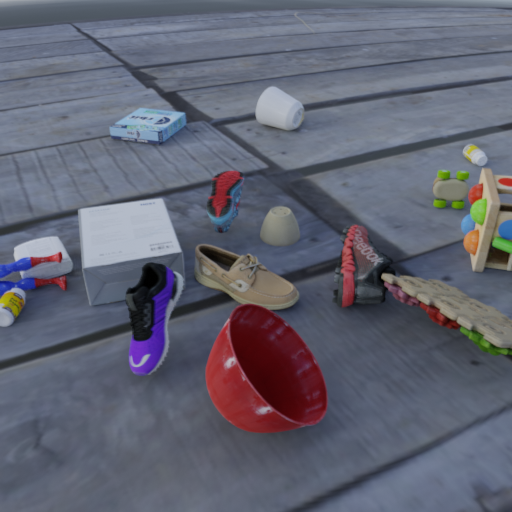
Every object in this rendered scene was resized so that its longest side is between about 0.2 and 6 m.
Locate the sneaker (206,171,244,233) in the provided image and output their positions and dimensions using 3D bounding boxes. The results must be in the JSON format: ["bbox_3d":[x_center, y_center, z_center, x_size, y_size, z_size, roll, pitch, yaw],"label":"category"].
[{"bbox_3d":[-0.698,-1.207,12.504,0.692,0.833,1.745,8,47,12],"label":"sneaker"}]

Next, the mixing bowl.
[{"bbox_3d":[-0.012,1.715,7.823,1.889,1.023,1.889,38,27,-23],"label":"mixing bowl"}]

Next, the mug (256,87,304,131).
[{"bbox_3d":[0.936,-4.679,17.941,1.250,1.219,1.522,30,49,26],"label":"mug"}]

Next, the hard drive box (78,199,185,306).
[{"bbox_3d":[-2.522,-0.169,11.166,1.819,0.896,2.334,-9,34,-13],"label":"hard drive box"}]

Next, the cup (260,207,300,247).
[{"bbox_3d":[0.528,-0.699,12.241,0.885,0.633,0.885,0,34,0],"label":"cup"}]

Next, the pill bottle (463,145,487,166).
[{"bbox_3d":[6.154,-2.810,15.708,0.400,0.400,0.712,-7,37,-10],"label":"pill bottle"}]

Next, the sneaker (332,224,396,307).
[{"bbox_3d":[2.097,0.176,10.735,1.112,0.805,2.277,5,36,9],"label":"sneaker"}]

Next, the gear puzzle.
[{"bbox_3d":[3.676,1.217,8.947,1.805,0.456,3.486,7,18,-37],"label":"gear puzzle"}]

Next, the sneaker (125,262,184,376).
[{"bbox_3d":[-1.760,0.916,8.760,0.631,0.903,1.815,-3,62,26],"label":"sneaker"}]

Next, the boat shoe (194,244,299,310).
[{"bbox_3d":[-0.242,0.372,10.501,2.232,0.720,0.795,17,36,24],"label":"boat shoe"}]

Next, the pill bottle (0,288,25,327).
[{"bbox_3d":[-4.395,0.897,9.992,0.397,0.397,0.726,1,33,2],"label":"pill bottle"}]

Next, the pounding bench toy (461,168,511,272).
[{"bbox_3d":[5.166,-0.396,10.867,2.028,1.615,2.600,7,34,11],"label":"pounding bench toy"}]

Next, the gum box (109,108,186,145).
[{"bbox_3d":[-3.377,-4.108,17.662,1.662,0.436,1.956,11,34,16],"label":"gum box"}]

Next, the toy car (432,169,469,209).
[{"bbox_3d":[4.697,-1.721,13.713,0.838,0.872,1.062,4,21,7],"label":"toy car"}]

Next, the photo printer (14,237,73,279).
[{"bbox_3d":[-4.329,0.037,11.308,0.972,0.406,1.168,-18,37,-24],"label":"photo printer"}]

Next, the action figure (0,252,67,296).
[{"bbox_3d":[-4.858,0.562,9.968,2.694,0.879,1.334,-9,17,-12],"label":"action figure"}]
